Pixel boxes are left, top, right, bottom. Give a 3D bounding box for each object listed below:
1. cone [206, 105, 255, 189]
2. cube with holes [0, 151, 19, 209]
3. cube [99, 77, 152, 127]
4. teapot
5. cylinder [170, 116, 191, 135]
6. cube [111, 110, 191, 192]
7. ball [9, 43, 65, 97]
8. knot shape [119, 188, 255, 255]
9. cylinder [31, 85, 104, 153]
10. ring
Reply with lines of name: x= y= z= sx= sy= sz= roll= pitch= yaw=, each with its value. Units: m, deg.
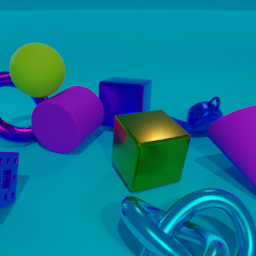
cone: x=2.411 y=0.658 z=5.034 sx=1.627 sy=1.627 sz=1.633 roll=-3 pitch=65 yaw=-7
cube with holes: x=-2.412 y=0.815 z=4.553 sx=0.891 sy=0.891 sz=0.891 roll=2 pitch=-6 yaw=0
cube: x=-0.056 y=-0.716 z=7.722 sx=1.191 sy=1.191 sz=1.191 roll=6 pitch=17 yaw=14
teapot: x=1.900 y=-0.295 z=7.222 sx=0.937 sy=1.507 sz=0.738 roll=-1 pitch=60 yaw=-24
cylinder: x=1.032 y=0.092 z=6.750 sx=0.700 sy=0.700 sz=0.700 roll=-22 pitch=33 yaw=-38
cube: x=0.390 y=0.398 z=5.434 sx=1.080 sy=1.080 sz=1.080 roll=-8 pitch=33 yaw=-23
ball: x=-1.977 y=-1.262 z=6.163 sx=1.173 sy=1.173 sz=1.173 roll=0 pitch=25 yaw=0
knot shape: x=0.670 y=1.511 z=3.470 sx=1.901 sy=0.878 sz=1.779 roll=6 pitch=26 yaw=18
cylinder: x=-1.416 y=-0.239 z=6.764 sx=1.291 sy=1.291 sz=1.291 roll=9 pitch=27 yaw=18
ring: x=-2.791 y=-0.545 z=7.013 sx=0.393 sy=1.964 sz=1.964 roll=-32 pitch=3 yaw=38
